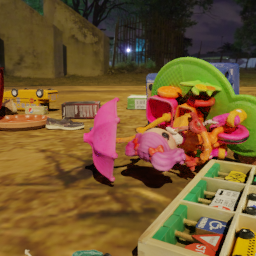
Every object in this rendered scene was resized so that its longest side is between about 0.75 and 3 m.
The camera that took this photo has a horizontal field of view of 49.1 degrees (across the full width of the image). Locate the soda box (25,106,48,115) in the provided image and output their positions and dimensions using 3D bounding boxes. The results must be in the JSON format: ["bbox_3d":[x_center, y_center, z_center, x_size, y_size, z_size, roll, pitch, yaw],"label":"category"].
[{"bbox_3d":[-3.981,-0.775,12.170,0.995,0.337,0.319,4,11,22],"label":"soda box"}]

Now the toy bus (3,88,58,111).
[{"bbox_3d":[-4.614,-1.335,13.177,2.708,1.060,0.881,4,10,22],"label":"toy bus"}]

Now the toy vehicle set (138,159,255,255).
[{"bbox_3d":[1.374,0.927,2.980,1.587,0.339,2.554,6,12,28],"label":"toy vehicle set"}]

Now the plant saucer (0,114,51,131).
[{"bbox_3d":[-3.467,-0.179,9.087,1.862,0.300,1.862,0,11,0],"label":"plant saucer"}]

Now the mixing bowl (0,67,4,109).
[{"bbox_3d":[-5.177,-0.902,8.979,2.746,1.487,2.746,-12,15,3],"label":"mixing bowl"}]

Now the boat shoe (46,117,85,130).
[{"bbox_3d":[-1.958,-0.157,8.679,1.206,0.391,0.434,1,11,5],"label":"boat shoe"}]

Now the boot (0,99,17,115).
[{"bbox_3d":[-5.676,-0.903,12.108,1.383,0.602,1.663,-5,15,-33],"label":"boot"}]

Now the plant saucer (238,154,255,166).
[{"bbox_3d":[3.463,0.484,5.165,2.648,0.427,2.648,0,11,0],"label":"plant saucer"}]

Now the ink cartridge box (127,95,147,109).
[{"bbox_3d":[0.613,-1.379,14.675,1.063,0.607,2.048,1,11,7],"label":"ink cartridge box"}]

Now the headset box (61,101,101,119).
[{"bbox_3d":[-1.754,-0.735,11.189,1.604,0.619,1.194,-2,11,-2],"label":"headset box"}]

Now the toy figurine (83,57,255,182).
[{"bbox_3d":[0.600,0.119,4.537,2.448,1.997,2.660,-24,36,-38],"label":"toy figurine"}]

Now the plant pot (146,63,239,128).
[{"bbox_3d":[1.523,-0.586,7.027,1.959,1.959,1.761,9,20,39],"label":"plant pot"}]

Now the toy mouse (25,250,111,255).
[{"bbox_3d":[-0.282,1.177,2.001,0.918,0.200,1.034,-3,11,-16],"label":"toy mouse"}]

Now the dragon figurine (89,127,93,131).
[{"bbox_3d":[-0.752,0.041,7.672,0.628,0.372,1.263,-1,12,-4],"label":"dragon figurine"}]
